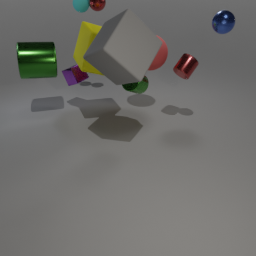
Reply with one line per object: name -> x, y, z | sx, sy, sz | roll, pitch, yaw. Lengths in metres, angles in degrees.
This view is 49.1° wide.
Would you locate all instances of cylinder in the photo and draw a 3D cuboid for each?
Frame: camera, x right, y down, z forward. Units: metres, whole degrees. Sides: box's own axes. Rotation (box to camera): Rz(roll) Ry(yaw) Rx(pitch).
cylinder -> 2.160, -2.298, 10.487 | 0.700, 0.700, 0.700 | 32, 85, 44
cylinder -> -3.575, -2.671, 11.059 | 1.400, 1.400, 1.400 | -6, 29, -17
cylinder -> 0.242, -1.540, 9.464 | 0.700, 0.700, 0.700 | 18, 7, 29

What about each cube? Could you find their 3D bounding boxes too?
cube -> -2.238, -2.280, 11.917 | 0.700, 0.700, 0.700 | -4, 26, 45
cube -> -0.162, -2.237, 8.054 | 1.400, 1.400, 1.400 | 6, 64, 58
cube -> -1.024, -2.830, 10.149 | 1.400, 1.400, 1.400 | 6, 30, -29

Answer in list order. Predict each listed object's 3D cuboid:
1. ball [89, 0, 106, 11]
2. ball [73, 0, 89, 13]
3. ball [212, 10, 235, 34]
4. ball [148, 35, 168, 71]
ball -> -1.257, -5.144, 11.440 | 0.700, 0.700, 0.700 | 0, 29, 0
ball -> -1.955, -5.194, 11.681 | 0.700, 0.700, 0.700 | 0, 29, 0
ball -> 2.974, -3.293, 8.727 | 0.700, 0.700, 0.700 | 0, 29, 0
ball -> 0.893, -3.015, 11.213 | 1.400, 1.400, 1.400 | 0, 29, 0
